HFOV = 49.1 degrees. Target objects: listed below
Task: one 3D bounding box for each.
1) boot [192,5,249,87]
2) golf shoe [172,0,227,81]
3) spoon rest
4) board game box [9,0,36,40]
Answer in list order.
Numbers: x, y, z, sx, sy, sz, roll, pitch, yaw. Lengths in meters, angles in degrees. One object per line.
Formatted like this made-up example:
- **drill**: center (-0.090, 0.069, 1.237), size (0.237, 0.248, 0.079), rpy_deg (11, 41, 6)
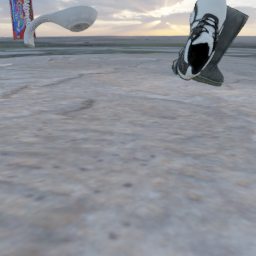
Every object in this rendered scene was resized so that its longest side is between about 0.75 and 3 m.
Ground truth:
- **boot**: center (2.809, -2.373, 8.381), size (0.797, 2.195, 1.996), rpy_deg (37, 26, 31)
- **golf shoe**: center (1.939, -2.305, 6.881), size (0.938, 2.412, 1.139), rpy_deg (16, 11, -10)
- **spoon rest**: center (-2.054, -3.169, 8.450), size (2.374, 0.720, 1.180), rpy_deg (-17, -3, 9)
- **board game box**: center (-3.489, -3.659, 9.278), size (0.728, 1.414, 0.138), rpy_deg (-7, -1, -7)
